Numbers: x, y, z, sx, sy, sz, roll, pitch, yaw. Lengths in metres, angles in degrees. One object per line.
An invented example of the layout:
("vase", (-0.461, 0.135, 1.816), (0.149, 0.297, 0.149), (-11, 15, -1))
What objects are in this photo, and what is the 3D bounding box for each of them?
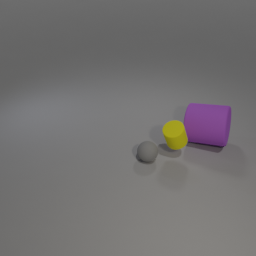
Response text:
("ball", (0.650, 0.775, 9.270), (0.700, 0.700, 0.700), (0, 32, 0))
("cylinder", (1.527, 0.229, 9.063), (0.700, 0.700, 0.700), (-12, 48, 14))
("cylinder", (2.814, -0.136, 9.887), (1.400, 1.400, 1.400), (7, 32, 25))
